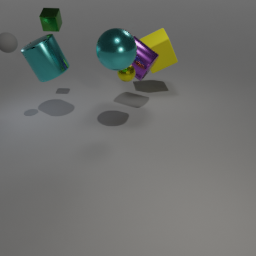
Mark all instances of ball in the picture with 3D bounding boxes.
[{"bbox_3d":[-4.264,-3.008,9.879,0.700,0.700,0.700,0,30,0],"label":"ball"},{"bbox_3d":[-0.060,-2.105,10.654,0.700,0.700,0.700,0,30,0],"label":"ball"},{"bbox_3d":[-0.389,-2.653,9.511,1.400,1.400,1.400,0,30,0],"label":"ball"}]

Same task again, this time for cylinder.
[{"bbox_3d":[0.405,-3.035,12.265,1.400,1.400,1.400,37,36,1],"label":"cylinder"},{"bbox_3d":[-3.261,-2.777,11.139,1.400,1.400,1.400,-19,31,12],"label":"cylinder"}]

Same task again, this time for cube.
[{"bbox_3d":[-3.249,-4.580,11.850,0.700,0.700,0.700,3,52,3],"label":"cube"},{"bbox_3d":[1.497,-3.884,14.097,1.400,1.400,1.400,-23,38,12],"label":"cube"}]
